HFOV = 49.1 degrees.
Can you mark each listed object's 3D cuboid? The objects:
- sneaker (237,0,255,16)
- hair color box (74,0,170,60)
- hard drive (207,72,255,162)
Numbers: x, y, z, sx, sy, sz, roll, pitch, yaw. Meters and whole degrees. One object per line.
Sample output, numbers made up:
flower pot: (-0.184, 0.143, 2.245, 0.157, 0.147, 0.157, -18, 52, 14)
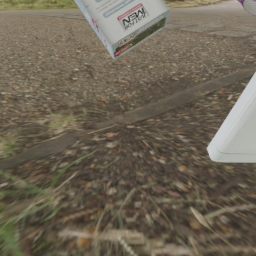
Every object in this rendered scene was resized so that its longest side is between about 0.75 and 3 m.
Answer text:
sneaker: (2.833, -3.789, 6.861, 2.531, 1.261, 0.947, 43, 1, 11)
hair color box: (-0.489, -2.992, 5.810, 1.367, 2.762, 0.837, -33, -7, -2)
hard drive: (1.790, -0.308, 2.745, 1.329, 2.015, 0.269, 2, 49, -11)
